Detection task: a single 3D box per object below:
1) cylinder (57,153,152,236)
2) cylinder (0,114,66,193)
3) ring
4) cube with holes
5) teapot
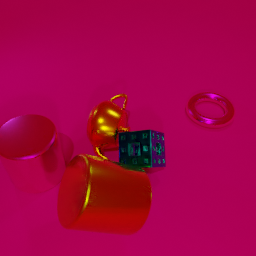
[{"bbox_3d":[-0.447,1.238,5.162,1.304,1.304,1.304,18,39,-30],"label":"cylinder"},{"bbox_3d":[-2.086,0.567,6.142,1.269,1.269,1.269,0,46,0],"label":"cylinder"},{"bbox_3d":[2.315,-0.528,7.874,1.369,0.274,1.369,0,46,0],"label":"ring"},{"bbox_3d":[0.320,0.488,6.193,0.775,0.775,0.775,-6,80,28],"label":"cube with holes"},{"bbox_3d":[-0.422,0.027,6.738,0.942,1.196,1.924,14,75,13],"label":"teapot"}]
